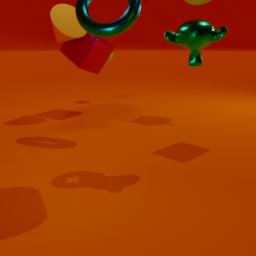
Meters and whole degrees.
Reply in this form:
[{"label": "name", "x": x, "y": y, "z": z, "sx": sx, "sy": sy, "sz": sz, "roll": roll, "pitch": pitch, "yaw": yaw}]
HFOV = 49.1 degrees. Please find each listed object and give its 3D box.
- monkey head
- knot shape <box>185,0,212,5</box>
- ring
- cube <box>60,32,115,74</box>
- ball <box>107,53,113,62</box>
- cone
[{"label": "monkey head", "x": 2.232, "y": -2.826, "z": 9.288, "sx": 1.962, "sy": 1.411, "sz": 1.182, "roll": 0, "pitch": -2, "yaw": 14}, {"label": "knot shape", "x": 1.412, "y": -2.872, "z": 4.843, "sx": 1.574, "sy": 1.473, "sz": 0.727, "roll": 15, "pitch": 3, "yaw": 5}, {"label": "ring", "x": -0.507, "y": -3.072, "z": 7.067, "sx": 1.704, "sy": 1.704, "sz": 0.341, "roll": 3, "pitch": -14, "yaw": 10}, {"label": "cube", "x": -1.483, "y": -2.873, "z": 10.260, "sx": 1.199, "sy": 1.199, "sz": 1.199, "roll": 43, "pitch": 18, "yaw": 21}, {"label": "ball", "x": -1.033, "y": -3.263, "z": 12.407, "sx": 0.706, "sy": 0.706, "sz": 0.706, "roll": 0, "pitch": 17, "yaw": 0}, {"label": "cone", "x": -2.206, "y": -3.269, "z": 9.578, "sx": 1.277, "sy": 1.277, "sz": 1.281, "roll": -13, "pitch": -12, "yaw": -36}]
